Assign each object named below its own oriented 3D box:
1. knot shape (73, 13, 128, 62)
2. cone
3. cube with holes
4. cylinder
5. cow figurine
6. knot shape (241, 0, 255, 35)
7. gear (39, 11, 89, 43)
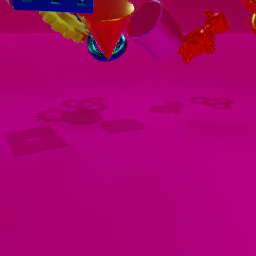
[{"bbox_3d":[-0.731,-2.815,8.626,1.876,1.755,0.867,-3,-25,-44],"label":"knot shape"},{"bbox_3d":[-0.542,-2.382,7.230,1.398,1.403,1.398,-1,45,1],"label":"cone"},{"bbox_3d":[-1.346,-2.693,4.531,1.272,1.272,1.272,-10,37,-29],"label":"cube with holes"},{"bbox_3d":[0.627,-2.182,6.371,0.960,0.960,0.960,23,-4,46],"label":"cylinder"},{"bbox_3d":[2.193,-2.745,8.376,1.632,0.896,1.606,-24,32,30],"label":"cow figurine"},{"bbox_3d":[4.153,-3.555,8.478,1.596,0.788,1.706,34,62,11],"label":"knot shape"},{"bbox_3d":[-1.600,-2.685,7.136,1.280,0.237,1.280,32,27,-19],"label":"gear"}]
